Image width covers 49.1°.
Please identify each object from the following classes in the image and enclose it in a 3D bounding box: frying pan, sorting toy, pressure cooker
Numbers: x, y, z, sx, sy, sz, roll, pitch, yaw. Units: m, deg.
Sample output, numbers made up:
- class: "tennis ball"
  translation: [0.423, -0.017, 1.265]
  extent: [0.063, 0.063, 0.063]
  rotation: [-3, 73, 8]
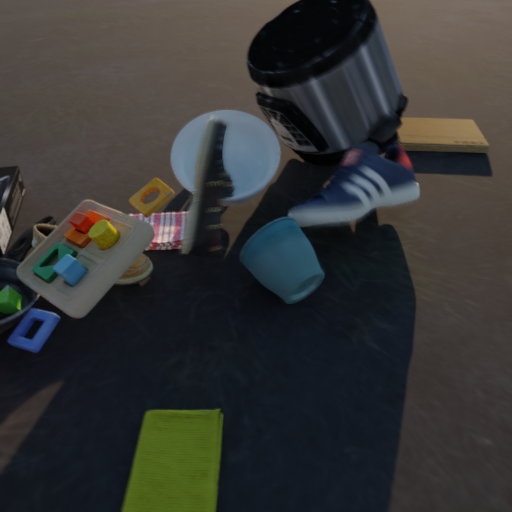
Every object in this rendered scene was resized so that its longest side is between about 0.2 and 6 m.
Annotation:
- class: "frying pan"
  translation: [-5.009, 0.354, 10.062]
  extent: [2.408, 0.648, 3.980]
  rotation: [-2, 28, -13]
- class: "sorting toy"
  translation: [-2.966, -0.132, 9.412]
  extent: [2.091, 0.506, 3.714]
  rotation: [22, 65, 40]
- class: "pressure cooker"
  translation: [1.923, -4.107, 13.971]
  extent: [3.363, 3.765, 3.312]
  rotation: [-11, 50, 25]

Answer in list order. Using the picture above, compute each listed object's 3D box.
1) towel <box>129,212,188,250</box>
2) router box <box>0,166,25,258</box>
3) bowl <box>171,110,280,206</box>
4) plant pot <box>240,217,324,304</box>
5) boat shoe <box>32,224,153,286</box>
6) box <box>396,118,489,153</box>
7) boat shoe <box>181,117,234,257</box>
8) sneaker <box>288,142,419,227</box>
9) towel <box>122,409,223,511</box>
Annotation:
- class: "towel"
  translation: [-1.957, -0.578, 11.819]
  extent: [1.715, 0.257, 1.255]
  rotation: [-3, 35, -5]
- class: "router box"
  translation: [-6.298, -0.905, 11.851]
  extent: [2.201, 0.731, 2.800]
  rotation: [-6, 36, -8]
- class: "bowl"
  translation: [-0.665, -1.990, 12.488]
  extent: [2.372, 1.066, 2.372]
  rotation: [0, 64, 0]
- class: "plant pot"
  translation: [0.551, 0.154, 9.985]
  extent: [1.254, 1.254, 1.178]
  rotation: [-24, 62, -29]
- class: "boat shoe"
  translation: [-3.154, -0.102, 10.552]
  extent: [2.451, 0.933, 0.878]
  rotation: [8, 36, 10]
- class: "box"
  translation: [5.136, -3.441, 15.828]
  extent: [2.353, 0.250, 1.924]
  rotation: [2, 35, 4]
- class: "boat shoe"
  translation: [-0.829, -1.269, 10.561]
  extent: [0.819, 2.614, 0.956]
  rotation: [8, 3, -4]
- class: "sneaker"
  translation: [1.943, -1.543, 11.640]
  extent: [3.372, 1.425, 1.264]
  rotation: [-19, 10, -34]
- class: "towel"
  translation: [-1.062, 2.962, 6.877]
  extent: [1.138, 0.239, 2.645]
  rotation: [2, 35, 1]
